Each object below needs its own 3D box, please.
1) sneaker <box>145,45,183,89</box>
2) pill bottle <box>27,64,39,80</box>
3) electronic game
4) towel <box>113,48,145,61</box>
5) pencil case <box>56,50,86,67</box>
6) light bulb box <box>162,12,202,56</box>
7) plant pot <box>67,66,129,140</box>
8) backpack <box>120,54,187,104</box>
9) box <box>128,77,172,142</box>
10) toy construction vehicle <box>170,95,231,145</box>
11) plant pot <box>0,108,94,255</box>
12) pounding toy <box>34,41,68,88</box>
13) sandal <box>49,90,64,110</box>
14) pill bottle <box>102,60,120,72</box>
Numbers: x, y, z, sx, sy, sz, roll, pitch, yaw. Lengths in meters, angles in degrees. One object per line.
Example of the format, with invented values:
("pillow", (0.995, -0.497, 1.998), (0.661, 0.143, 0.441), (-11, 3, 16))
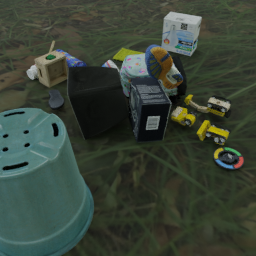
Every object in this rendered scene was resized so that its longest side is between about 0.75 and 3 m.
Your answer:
("sneaker", (1.048, -2.177, 9.493), (0.896, 2.381, 1.049), (-32, 62, 13))
("pill bottle", (-4.165, -2.748, 13.230), (0.632, 0.632, 1.126), (25, 48, 26))
("electronic game", (3.315, 1.001, 9.247), (0.982, 0.204, 0.982), (0, 41, 0))
("towel", (0.667, -3.621, 14.526), (2.707, 0.244, 1.165), (17, 43, 19))
("pencil case", (-2.914, -3.151, 13.531), (2.044, 0.798, 0.888), (32, 22, 32))
("light bulb box", (2.823, -5.022, 14.958), (1.757, 1.773, 1.106), (19, 46, 20))
("plant pot", (-1.002, -1.086, 10.036), (1.769, 1.990, 1.994), (-14, 40, -1))
("backpack", (0.994, -2.186, 11.800), (2.642, 1.673, 2.205), (-4, 43, -2))
("box", (0.682, -0.667, 9.973), (1.051, 1.696, 1.667), (-3, 40, -11))
("toy construction vehicle", (2.879, -0.346, 10.515), (2.215, 0.780, 1.929), (21, 56, 26))
("plant pot", (-2.414, 1.260, 6.926), (2.943, 2.883, 2.943), (0, 40, 0))
("pounding toy", (-3.477, -2.928, 12.764), (1.065, 1.498, 1.379), (30, 49, 30))
("sandal", (-2.986, -1.134, 11.666), (0.606, 0.341, 1.593), (-3, 31, -14))
("pill bottle", (-0.918, -2.039, 10.805), (1.102, 0.618, 0.618), (-38, 40, 16))
